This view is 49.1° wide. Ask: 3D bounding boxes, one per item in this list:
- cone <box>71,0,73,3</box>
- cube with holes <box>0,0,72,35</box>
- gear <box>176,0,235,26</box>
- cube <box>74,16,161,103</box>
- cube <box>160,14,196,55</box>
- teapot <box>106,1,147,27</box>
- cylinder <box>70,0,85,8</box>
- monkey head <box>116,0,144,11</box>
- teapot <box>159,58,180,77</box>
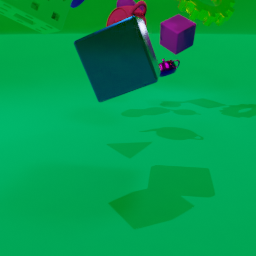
[{"bbox_3d":[-1.550,-2.878,6.284,1.064,1.060,1.060,-33,34,-24],"label":"cone"},{"bbox_3d":[-1.306,-1.910,3.903,0.836,0.836,0.836,18,2,-34],"label":"cube with holes"},{"bbox_3d":[2.532,-4.261,9.278,2.048,0.379,2.048,7,61,-13],"label":"gear"},{"bbox_3d":[-0.122,-1.254,5.056,1.104,1.104,1.104,-18,15,15],"label":"cube"},{"bbox_3d":[1.866,-3.543,10.600,0.950,0.950,0.950,-33,57,-20],"label":"cube"},{"bbox_3d":[-0.148,-2.616,7.335,0.885,1.124,1.808,1,-28,-46],"label":"teapot"},{"bbox_3d":[-1.766,-4.373,8.874,0.768,0.768,0.768,25,-12,48],"label":"cylinder"},{"bbox_3d":[0.128,-4.334,10.138,1.082,1.504,0.906,-7,13,2],"label":"monkey head"},{"bbox_3d":[1.274,-2.126,9.808,1.218,0.596,0.757,-10,14,37],"label":"teapot"}]
